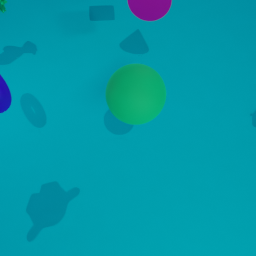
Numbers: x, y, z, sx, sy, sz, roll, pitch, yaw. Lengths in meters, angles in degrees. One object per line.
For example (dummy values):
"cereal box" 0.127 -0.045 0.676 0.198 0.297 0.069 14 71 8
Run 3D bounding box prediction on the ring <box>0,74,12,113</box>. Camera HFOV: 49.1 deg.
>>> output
"ring" -2.359 -0.749 4.426 0.246 1.231 1.231 -34 62 10

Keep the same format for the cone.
"cone" 0.553 -3.250 6.605 1.004 1.004 1.008 7 52 4

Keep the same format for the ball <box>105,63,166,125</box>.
"ball" 0.110 -0.478 3.999 0.865 0.865 0.865 0 59 0

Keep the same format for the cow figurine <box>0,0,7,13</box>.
"cow figurine" -3.308 -2.639 6.064 1.181 0.659 1.200 -3 34 28
